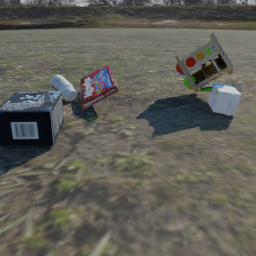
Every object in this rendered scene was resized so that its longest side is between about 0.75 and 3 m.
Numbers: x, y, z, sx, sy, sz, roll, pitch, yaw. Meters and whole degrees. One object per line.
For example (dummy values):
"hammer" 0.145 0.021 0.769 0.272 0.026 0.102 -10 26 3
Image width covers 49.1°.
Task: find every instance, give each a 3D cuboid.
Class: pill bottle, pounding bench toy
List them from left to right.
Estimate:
"pill bottle" -2.510 -1.546 10.982 1.096 0.627 0.627 41 42 25
"pounding bench toy" 3.140 -2.060 11.064 1.846 2.366 1.470 -31 -8 17

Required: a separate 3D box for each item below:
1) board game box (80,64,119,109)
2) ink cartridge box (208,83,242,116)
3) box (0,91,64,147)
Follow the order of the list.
"board game box" -1.212 -1.714 11.067 1.434 0.271 2.786 -28 29 5
"ink cartridge box" 3.321 -0.981 9.664 0.748 0.768 1.195 10 24 1
"box" -2.675 -0.320 7.942 1.412 1.019 1.903 -1 22 -4
